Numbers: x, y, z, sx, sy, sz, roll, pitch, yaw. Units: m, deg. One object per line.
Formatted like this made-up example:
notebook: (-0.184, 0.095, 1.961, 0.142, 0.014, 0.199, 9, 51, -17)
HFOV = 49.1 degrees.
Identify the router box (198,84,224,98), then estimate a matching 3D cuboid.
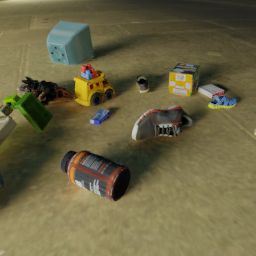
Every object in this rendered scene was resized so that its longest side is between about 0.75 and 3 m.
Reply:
router box: (4.041, -1.795, 13.600, 0.823, 0.224, 0.917, -17, 36, -25)

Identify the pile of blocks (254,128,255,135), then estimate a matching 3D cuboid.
pile of blocks: (5.120, 0.394, 9.804, 0.759, 0.575, 1.849, -14, 34, -21)

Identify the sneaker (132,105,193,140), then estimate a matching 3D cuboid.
sneaker: (1.364, -0.112, 10.266, 2.668, 1.028, 1.092, -24, 45, -31)

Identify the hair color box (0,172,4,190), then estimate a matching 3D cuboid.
hair color box: (-4.396, 1.908, 7.329, 1.065, 0.644, 2.129, 9, 33, 14)

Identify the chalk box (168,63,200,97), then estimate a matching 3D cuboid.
chalk box: (2.843, -2.476, 13.838, 1.156, 1.148, 1.852, 14, 34, 23)

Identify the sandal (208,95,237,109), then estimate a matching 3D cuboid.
sandal: (4.211, -1.193, 12.349, 1.294, 0.564, 0.514, -7, 31, -14)

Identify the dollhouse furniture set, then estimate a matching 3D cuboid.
dollhouse furniture set: (-4.367, 0.084, 10.315, 1.735, 1.329, 2.649, -4, 44, 34)

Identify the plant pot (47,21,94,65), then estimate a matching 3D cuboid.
plant pot: (-3.642, -4.935, 16.981, 2.143, 2.149, 2.189, 14, 45, 21)

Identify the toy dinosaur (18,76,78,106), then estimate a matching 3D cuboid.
toy dinosaur: (-3.669, -1.668, 12.472, 2.924, 1.493, 1.984, -11, 10, 23)

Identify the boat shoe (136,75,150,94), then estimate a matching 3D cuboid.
boat shoe: (0.746, -2.328, 14.039, 0.652, 0.577, 1.781, -12, 34, -2)

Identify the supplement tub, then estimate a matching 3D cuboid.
supplement tub: (-0.976, 1.263, 7.984, 1.955, 1.046, 1.046, 19, 37, 26)

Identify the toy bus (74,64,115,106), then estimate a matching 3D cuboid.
toy bus: (-1.535, -2.059, 12.637, 1.224, 1.731, 1.803, 26, 39, 37)

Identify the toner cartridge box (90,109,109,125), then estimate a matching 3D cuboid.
toner cartridge box: (-1.156, -0.459, 11.506, 0.440, 0.200, 0.926, 12, 34, 19)
